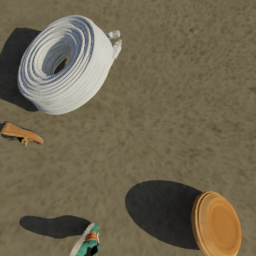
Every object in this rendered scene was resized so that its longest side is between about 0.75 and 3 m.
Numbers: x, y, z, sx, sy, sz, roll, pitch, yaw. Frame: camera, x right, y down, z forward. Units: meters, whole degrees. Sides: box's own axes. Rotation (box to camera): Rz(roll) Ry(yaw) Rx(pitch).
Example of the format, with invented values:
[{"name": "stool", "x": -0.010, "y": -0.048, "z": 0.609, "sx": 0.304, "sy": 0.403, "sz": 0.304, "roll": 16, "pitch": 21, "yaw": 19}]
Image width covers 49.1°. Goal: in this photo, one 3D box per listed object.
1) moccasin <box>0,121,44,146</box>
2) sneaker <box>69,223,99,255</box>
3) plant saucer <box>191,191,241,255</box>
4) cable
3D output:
[{"name": "moccasin", "x": -2.934, "y": 0.236, "z": 7.825, "sx": 0.455, "sy": 1.243, "sz": 0.480, "roll": 7, "pitch": 74, "yaw": 40}, {"name": "sneaker", "x": -0.912, "y": 2.798, "z": 6.764, "sx": 0.531, "sy": 1.328, "sz": 0.474, "roll": 28, "pitch": 105, "yaw": 8}, {"name": "plant saucer", "x": 2.236, "y": 2.392, "z": 6.839, "sx": 1.723, "sy": 0.322, "sz": 1.723, "roll": 19, "pitch": 58, "yaw": -34}, {"name": "cable", "x": -1.859, "y": -1.834, "z": 8.123, "sx": 2.939, "sy": 1.017, "sz": 2.939, "roll": 10, "pitch": 73, "yaw": 30}]
